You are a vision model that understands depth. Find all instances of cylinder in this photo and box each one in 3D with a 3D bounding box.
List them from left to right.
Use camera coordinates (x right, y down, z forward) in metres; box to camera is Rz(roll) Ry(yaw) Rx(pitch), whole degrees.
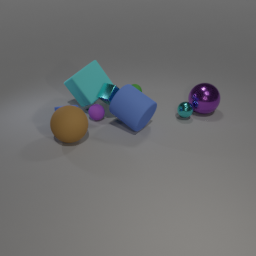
[{"bbox_3d":[0.209,-0.809,11.229,1.400,1.400,1.400,37,43,17],"label":"cylinder"}]

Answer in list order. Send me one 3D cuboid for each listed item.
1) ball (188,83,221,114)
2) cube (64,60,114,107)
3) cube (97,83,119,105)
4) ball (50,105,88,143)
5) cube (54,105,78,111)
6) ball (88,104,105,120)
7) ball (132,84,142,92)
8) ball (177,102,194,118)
[{"bbox_3d":[3.409,-1.319,12.545,1.400,1.400,1.400,0,30,0],"label":"ball"},{"bbox_3d":[-1.769,-1.954,12.546,1.400,1.400,1.400,-43,17,-21],"label":"cube"},{"bbox_3d":[-0.724,-1.396,11.853,0.700,0.700,0.700,19,78,40],"label":"cube"},{"bbox_3d":[-2.187,-0.148,10.470,1.400,1.400,1.400,0,30,0],"label":"ball"},{"bbox_3d":[-2.526,-0.563,11.616,0.700,0.700,0.700,3,12,39],"label":"cube"},{"bbox_3d":[-1.360,-0.686,12.124,0.700,0.700,0.700,0,30,0],"label":"ball"},{"bbox_3d":[0.319,-1.753,13.384,0.700,0.700,0.700,0,30,0],"label":"ball"},{"bbox_3d":[2.489,-0.797,12.157,0.700,0.700,0.700,0,30,0],"label":"ball"}]
